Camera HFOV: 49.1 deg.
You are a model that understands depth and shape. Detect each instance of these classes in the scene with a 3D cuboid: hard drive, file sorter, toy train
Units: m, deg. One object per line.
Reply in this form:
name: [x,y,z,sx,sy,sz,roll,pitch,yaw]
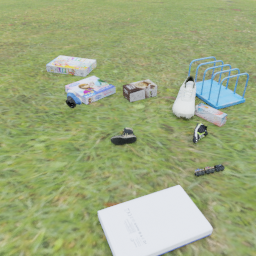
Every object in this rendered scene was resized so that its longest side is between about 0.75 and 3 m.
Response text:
hard drive: [0.654,2.459,7.274,2.490,0.316,1.643,-13,36,-18]
file sorter: [4.125,-2.203,13.109,1.680,1.486,2.421,-14,36,-21]
toy train: [2.603,1.350,9.031,1.092,0.186,0.250,-10,32,-15]

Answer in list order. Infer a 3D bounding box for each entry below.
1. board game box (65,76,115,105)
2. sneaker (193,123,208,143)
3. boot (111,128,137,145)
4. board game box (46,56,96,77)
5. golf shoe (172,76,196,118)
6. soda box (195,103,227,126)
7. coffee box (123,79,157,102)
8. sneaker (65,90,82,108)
board game box: [-1.830,-1.884,13.624,1.757,0.361,1.753,-28,43,-35]
sneaker: [2.764,0.167,10.552,0.496,0.429,1.197,13,36,18]
boot: [-0.190,0.293,10.477,0.958,0.346,0.723,-4,30,-7]
board game box: [-3.220,-3.576,16.064,2.373,0.406,1.595,10,35,14]
golf shoe: [2.508,-1.401,12.184,0.978,1.215,2.499,9,37,9]
soda box: [3.418,-0.561,11.602,0.414,0.445,1.303,-27,43,-34]
coffee box: [0.552,-1.782,13.285,1.443,0.576,0.816,-16,37,-22]
sneaker: [-2.268,-1.067,11.683,0.438,1.141,0.635,7,71,9]
